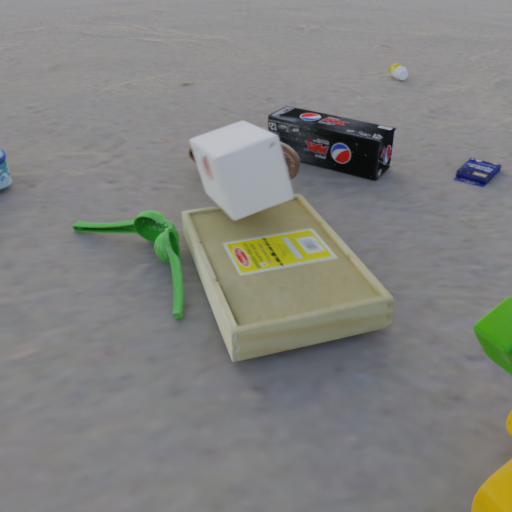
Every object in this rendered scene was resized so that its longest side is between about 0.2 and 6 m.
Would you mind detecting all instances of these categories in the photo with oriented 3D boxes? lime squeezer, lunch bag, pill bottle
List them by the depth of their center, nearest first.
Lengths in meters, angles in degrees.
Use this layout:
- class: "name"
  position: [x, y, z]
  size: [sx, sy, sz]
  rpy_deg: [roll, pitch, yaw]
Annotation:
- class: "lime squeezer"
  position: [-1.695, -0.181, 8.777]
  size: [1.138, 0.608, 3.223]
  rpy_deg: [-24, 41, -33]
- class: "lunch bag"
  position: [-5.823, -1.765, 11.063]
  size: [1.580, 0.810, 1.965]
  rpy_deg: [-22, 37, -25]
- class: "pill bottle"
  position: [4.508, -5.802, 17.692]
  size: [0.423, 0.423, 0.755]
  rpy_deg: [-5, 33, -8]

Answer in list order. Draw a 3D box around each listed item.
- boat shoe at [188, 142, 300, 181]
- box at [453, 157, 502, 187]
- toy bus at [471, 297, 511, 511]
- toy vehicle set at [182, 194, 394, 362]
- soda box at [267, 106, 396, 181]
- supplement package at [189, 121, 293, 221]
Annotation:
- class: "boat shoe"
  position: [-0.296, -1.858, 11.031]
  size: [2.420, 0.916, 0.869]
  rpy_deg: [13, 24, 32]
- class: "box"
  position: [4.581, -1.740, 11.588]
  size: [0.652, 0.174, 1.076]
  rpy_deg: [22, 40, 30]
- class: "toy bus"
  position: [2.457, 2.118, 4.108]
  size: [1.623, 3.141, 2.964]
  rpy_deg: [-38, 48, -2]
- class: "toy vehicle set"
  position: [0.252, 0.087, 8.307]
  size: [2.146, 0.458, 3.453]
  rpy_deg: [-10, 31, -13]
- class: "soda box"
  position: [1.556, -2.440, 11.954]
  size: [2.648, 0.937, 0.838]
  rpy_deg: [20, 40, 27]
- class: "supplement package"
  position: [-0.277, -1.412, 8.935]
  size: [1.031, 1.043, 1.721]
  rpy_deg: [-22, 25, -11]
